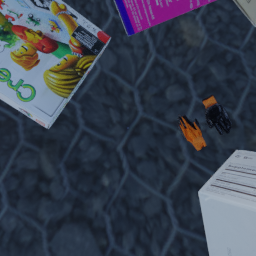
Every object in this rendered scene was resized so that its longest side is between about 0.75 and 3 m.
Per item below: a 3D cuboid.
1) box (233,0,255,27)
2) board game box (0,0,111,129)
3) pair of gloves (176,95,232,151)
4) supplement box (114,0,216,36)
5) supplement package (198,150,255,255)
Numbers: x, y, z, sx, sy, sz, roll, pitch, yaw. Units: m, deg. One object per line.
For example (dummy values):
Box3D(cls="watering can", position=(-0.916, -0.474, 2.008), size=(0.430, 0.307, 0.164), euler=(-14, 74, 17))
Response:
Box3D(cls="box", position=(3.125, -3.107, 4.819), size=(2.579, 1.649, 1.405), euler=(-26, 76, -23))
Box3D(cls="board game box", position=(-2.000, -1.582, 4.453), size=(2.979, 0.516, 1.880), euler=(34, 71, -11))
Box3D(cls="pair of gloves", position=(1.488, -0.087, 5.490), size=(0.959, 0.119, 0.854), euler=(-34, 99, 17))
Box3D(cls="supplement box", position=(0.728, -2.369, 3.915), size=(2.104, 1.087, 1.065), euler=(-19, 56, 8))
Box3D(cls="supplement package", position=(2.389, 1.816, 4.224), size=(1.359, 1.908, 2.450), euler=(-33, 118, -38))
